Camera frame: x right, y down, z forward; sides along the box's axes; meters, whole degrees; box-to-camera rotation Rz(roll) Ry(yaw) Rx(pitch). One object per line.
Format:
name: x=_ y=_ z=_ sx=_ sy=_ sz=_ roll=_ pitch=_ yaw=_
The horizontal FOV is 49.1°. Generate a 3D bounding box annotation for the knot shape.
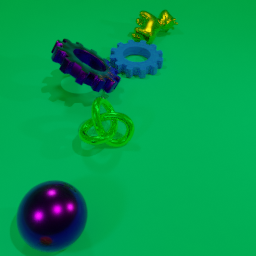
knot shape: x=-0.420 y=-0.035 z=6.416 sx=1.173 sy=0.579 sz=1.253 roll=26 pitch=64 yaw=-10

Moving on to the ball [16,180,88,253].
ball: x=-1.287 y=1.495 z=4.813 sx=1.181 sy=1.181 sz=1.181 roll=0 pitch=47 yaw=0

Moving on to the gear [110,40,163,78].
gear: x=0.263 y=-2.199 z=8.803 sx=1.657 sy=0.306 sz=1.657 roll=1 pitch=48 yaw=-2

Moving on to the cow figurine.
cow figurine: x=0.950 y=-3.476 z=9.712 sx=1.435 sy=0.800 sz=1.458 roll=19 pitch=72 yaw=-11

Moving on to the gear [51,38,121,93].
gear: x=-1.113 y=-1.702 z=7.616 sx=1.931 sy=0.357 sz=1.931 roll=29 pitch=27 yaw=-16
